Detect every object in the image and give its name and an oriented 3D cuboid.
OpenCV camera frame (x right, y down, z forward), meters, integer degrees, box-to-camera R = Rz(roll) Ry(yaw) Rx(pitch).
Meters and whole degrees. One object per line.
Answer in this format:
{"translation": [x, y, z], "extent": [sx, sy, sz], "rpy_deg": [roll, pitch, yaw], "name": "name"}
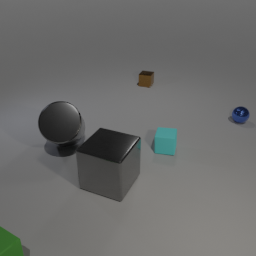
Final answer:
{"translation": [-0.525, 1.020, 8.226], "extent": [1.400, 1.400, 1.400], "rpy_deg": [13, 32, 21], "name": "cube"}
{"translation": [-2.604, 2.550, 5.591], "extent": [0.700, 0.700, 0.700], "rpy_deg": [14, 28, 30], "name": "cube"}
{"translation": [1.016, -2.715, 15.504], "extent": [0.700, 0.700, 0.700], "rpy_deg": [10, 31, 17], "name": "cube"}
{"translation": [1.339, 0.457, 9.899], "extent": [0.700, 0.700, 0.700], "rpy_deg": [5, 30, 14], "name": "cube"}
{"translation": [4.710, -0.555, 11.714], "extent": [0.700, 0.700, 0.700], "rpy_deg": [0, 30, 0], "name": "ball"}
{"translation": [-2.239, -0.096, 9.683], "extent": [1.400, 1.400, 1.400], "rpy_deg": [-2, -8, -4], "name": "cylinder"}
